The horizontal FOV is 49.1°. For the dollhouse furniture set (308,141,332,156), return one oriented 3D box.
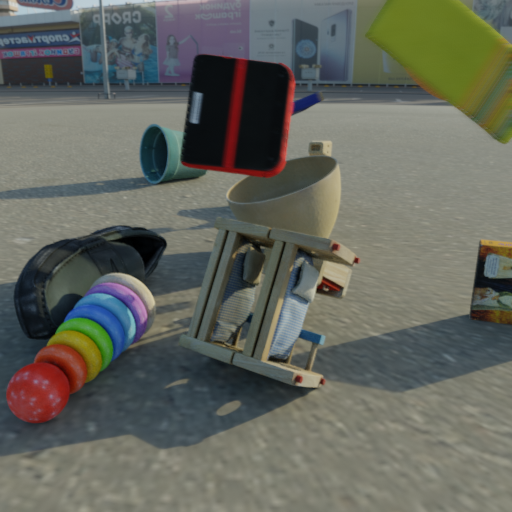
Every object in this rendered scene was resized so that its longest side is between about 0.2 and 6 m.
[{"bbox_3d":[0.870,-1.891,13.922,2.290,1.815,1.625,7,5,27],"label":"dollhouse furniture set"}]

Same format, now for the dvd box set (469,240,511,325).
[{"bbox_3d":[3.767,0.423,7.509,1.594,1.166,0.234,7,24,17],"label":"dvd box set"}]

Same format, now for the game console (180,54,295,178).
[{"bbox_3d":[-0.236,-1.893,7.560,1.402,1.585,0.246,7,-6,2],"label":"game console"}]

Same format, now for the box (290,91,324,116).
[{"bbox_3d":[0.493,-2.541,9.889,1.250,0.202,0.757,-24,9,-18],"label":"box"}]

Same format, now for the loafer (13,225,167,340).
[{"bbox_3d":[-2.230,0.198,8.066,1.198,1.159,3.413,-8,14,11],"label":"loafer"}]

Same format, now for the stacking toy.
[{"bbox_3d":[-1.967,1.022,6.309,0.931,0.931,2.181,5,23,14],"label":"stacking toy"}]

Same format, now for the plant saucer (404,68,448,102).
[{"bbox_3d":[3.357,-3.678,10.616,2.011,2.011,0.325,-17,-18,-40],"label":"plant saucer"}]

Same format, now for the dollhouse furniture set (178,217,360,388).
[{"bbox_3d":[0.512,0.669,6.976,1.567,1.576,2.236,13,-6,32],"label":"dollhouse furniture set"}]

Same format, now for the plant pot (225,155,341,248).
[{"bbox_3d":[0.650,-0.798,10.283,2.094,1.406,2.094,-16,24,8],"label":"plant pot"}]

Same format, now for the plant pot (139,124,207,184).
[{"bbox_3d":[-2.370,-3.034,16.921,1.696,1.732,1.732,-5,18,-40],"label":"plant pot"}]

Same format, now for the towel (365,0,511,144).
[{"bbox_3d":[3.412,-3.297,9.367,3.205,1.379,0.289,31,6,-17],"label":"towel"}]
